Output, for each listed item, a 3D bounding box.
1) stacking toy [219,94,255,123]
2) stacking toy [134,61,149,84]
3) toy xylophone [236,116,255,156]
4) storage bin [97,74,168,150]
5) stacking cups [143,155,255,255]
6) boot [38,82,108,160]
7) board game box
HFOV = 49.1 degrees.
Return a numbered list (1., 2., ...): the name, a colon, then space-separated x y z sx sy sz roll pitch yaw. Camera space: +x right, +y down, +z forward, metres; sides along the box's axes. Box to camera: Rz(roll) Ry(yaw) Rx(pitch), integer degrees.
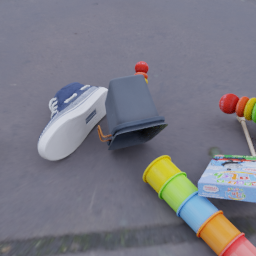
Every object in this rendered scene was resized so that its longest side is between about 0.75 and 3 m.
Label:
1. stacking toy: 3.104 -0.391 6.697 1.931 0.824 0.824 19 43 38
2. stacking toy: 0.340 -1.149 7.634 0.605 0.605 1.417 6 76 7
3. toy xylophone: 3.858 0.061 6.885 1.890 0.648 2.581 -2 42 -2
4. storage bin: -0.071 -0.306 6.182 1.309 1.798 1.208 -12 77 -12
5. stacking cups: 1.357 1.572 5.207 0.765 0.765 2.529 -27 52 -27
6. boot: -1.589 -0.277 7.103 1.240 0.999 2.746 17 38 22
7. board game box: 2.186 0.913 5.393 1.298 0.314 1.716 0 13 27
